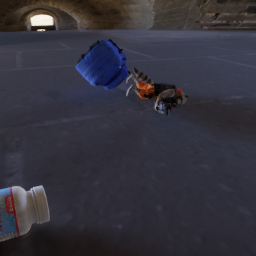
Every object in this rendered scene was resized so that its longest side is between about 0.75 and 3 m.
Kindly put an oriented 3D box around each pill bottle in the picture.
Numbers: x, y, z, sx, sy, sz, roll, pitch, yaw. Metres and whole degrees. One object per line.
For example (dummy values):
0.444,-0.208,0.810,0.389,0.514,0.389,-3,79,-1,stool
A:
-1.997,1.354,4.337,1.423,0.774,0.774,-11,26,-23,pill bottle

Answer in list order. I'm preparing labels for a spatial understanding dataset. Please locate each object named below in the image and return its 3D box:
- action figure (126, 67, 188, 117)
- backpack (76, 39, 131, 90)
0.976,-1.108,8.905,2.009,1.086,2.077,15,16,-9,action figure
-0.892,-2.529,11.228,1.866,1.807,2.224,43,13,-2,backpack
